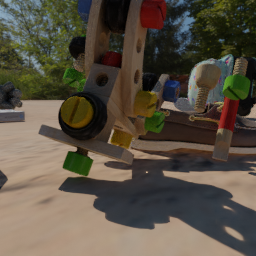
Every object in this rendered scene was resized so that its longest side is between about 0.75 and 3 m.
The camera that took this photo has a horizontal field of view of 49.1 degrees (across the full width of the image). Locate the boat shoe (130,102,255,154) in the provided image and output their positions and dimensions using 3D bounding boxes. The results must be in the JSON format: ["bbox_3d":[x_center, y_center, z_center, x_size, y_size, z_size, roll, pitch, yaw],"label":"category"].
[{"bbox_3d":[1.407,-0.046,5.063,2.826,0.841,1.015,1,7,10],"label":"boat shoe"}]

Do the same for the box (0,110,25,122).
[{"bbox_3d":[-4.930,-0.486,10.722,1.405,0.371,1.802,-5,9,-37],"label":"box"}]

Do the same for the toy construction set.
[{"bbox_3d":[0.199,-0.184,3.969,2.888,2.219,2.408,19,-18,-4],"label":"toy construction set"}]

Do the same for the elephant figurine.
[{"bbox_3d":[-6.668,-1.427,14.943,1.725,1.892,2.438,-54,22,-23],"label":"elephant figurine"}]

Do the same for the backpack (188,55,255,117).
[{"bbox_3d":[3.738,-1.672,11.816,2.179,2.498,2.842,2,2,-9],"label":"backpack"}]

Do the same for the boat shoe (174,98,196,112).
[{"bbox_3d":[3.549,-1.151,15.369,2.097,0.756,0.744,16,6,29],"label":"boat shoe"}]
